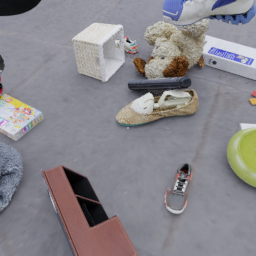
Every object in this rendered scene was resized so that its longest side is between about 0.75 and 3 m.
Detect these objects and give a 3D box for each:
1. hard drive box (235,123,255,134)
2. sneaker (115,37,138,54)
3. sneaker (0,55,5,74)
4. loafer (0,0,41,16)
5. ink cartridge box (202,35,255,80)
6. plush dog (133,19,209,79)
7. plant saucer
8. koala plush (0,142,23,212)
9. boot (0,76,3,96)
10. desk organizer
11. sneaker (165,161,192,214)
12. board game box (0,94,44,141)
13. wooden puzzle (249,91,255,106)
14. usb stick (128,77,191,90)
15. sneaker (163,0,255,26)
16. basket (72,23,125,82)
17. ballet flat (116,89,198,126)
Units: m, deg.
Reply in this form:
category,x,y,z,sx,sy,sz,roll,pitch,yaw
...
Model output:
category,x,y,z,sx,sy,sz,roll,pitch,yaw
hard drive box,3.843,0.592,8.011,1.156,0.570,1.483,4,46,3
sneaker,-0.172,-3.705,12.108,1.345,0.629,0.474,25,51,21
sneaker,-3.288,-1.074,6.039,0.592,0.551,1.371,11,50,23
loafer,-2.549,-3.711,7.024,2.762,1.005,0.998,-29,68,-11
ink cartridge box,4.216,-2.879,11.363,2.967,0.582,1.476,25,51,21
plush dog,1.629,-2.599,10.430,2.520,2.354,2.933,-46,30,-19
plant saucer,3.656,0.710,7.524,1.878,0.292,1.878,-2,57,3
koala plush,-3.876,0.651,6.433,2.444,2.756,2.533,29,52,26
boot,-5.268,-1.575,9.653,1.826,0.888,2.426,-10,49,8
desk organizer,-0.931,2.064,6.310,1.097,1.022,2.850,-20,50,-21
sneaker,1.308,1.447,7.170,0.566,0.601,1.468,13,47,12
board game box,-3.849,-0.393,9.140,1.790,0.306,1.204,24,51,22
wooden puzzle,5.348,-0.646,9.483,2.397,0.168,1.421,14,48,13
usb stick,0.979,-1.484,9.442,0.664,0.390,2.394,-13,14,-43
sneaker,2.169,-3.549,7.333,2.484,1.435,1.004,4,63,12
basket,-1.054,-2.966,10.716,1.330,1.639,1.654,20,49,21
ballet flat,0.963,-0.785,9.100,2.817,0.920,0.993,-12,47,-11
